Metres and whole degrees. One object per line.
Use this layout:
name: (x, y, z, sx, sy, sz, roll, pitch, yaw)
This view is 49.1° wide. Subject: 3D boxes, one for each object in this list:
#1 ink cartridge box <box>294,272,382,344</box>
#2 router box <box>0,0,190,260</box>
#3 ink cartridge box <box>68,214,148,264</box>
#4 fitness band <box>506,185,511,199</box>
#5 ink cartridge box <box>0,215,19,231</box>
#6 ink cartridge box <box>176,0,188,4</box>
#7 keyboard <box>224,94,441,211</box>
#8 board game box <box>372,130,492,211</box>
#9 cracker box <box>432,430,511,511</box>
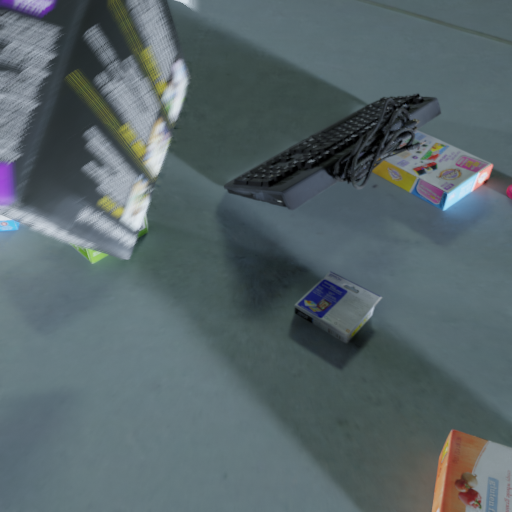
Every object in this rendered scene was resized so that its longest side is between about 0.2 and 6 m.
ink cartridge box: (1.256, 0.766, 8.608, 0.973, 0.231, 0.984, 28, 48, 30)
router box: (-1.946, -1.739, 6.700, 1.062, 4.157, 3.101, 17, 84, 2)
ink cartridge box: (-2.921, -0.759, 9.984, 1.225, 0.628, 1.657, -34, 51, -31)
fitness band: (5.278, -1.203, 10.827, 0.801, 0.150, 0.575, 14, 44, 17)
ink cartridge box: (-4.737, -0.994, 9.845, 0.836, 1.146, 0.483, -4, 42, -5)
ink cartridge box: (-1.451, -4.878, 9.734, 0.668, 0.770, 0.168, 13, 46, -8)
keyboard: (1.880, -2.523, 11.197, 5.153, 1.021, 2.682, -36, 36, -32)
board game box: (3.419, -1.824, 11.310, 1.547, 0.408, 2.021, -30, 50, -29)
cracker box: (3.026, 2.941, 5.871, 2.238, 0.646, 1.499, 15, 44, 15)
